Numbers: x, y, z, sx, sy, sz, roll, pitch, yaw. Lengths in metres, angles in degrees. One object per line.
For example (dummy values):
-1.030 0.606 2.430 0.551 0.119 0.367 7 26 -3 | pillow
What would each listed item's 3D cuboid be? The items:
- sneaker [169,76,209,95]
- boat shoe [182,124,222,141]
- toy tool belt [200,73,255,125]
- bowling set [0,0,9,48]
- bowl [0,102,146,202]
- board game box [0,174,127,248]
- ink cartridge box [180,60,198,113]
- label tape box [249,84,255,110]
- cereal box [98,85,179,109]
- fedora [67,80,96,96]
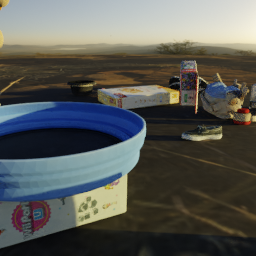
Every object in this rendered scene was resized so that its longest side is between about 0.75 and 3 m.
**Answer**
2.848 -1.969 12.432 0.889 0.820 2.223 -9 20 -32 | sneaker
1.759 0.080 6.667 0.985 0.349 0.355 -3 18 -11 | boat shoe
3.010 -0.943 8.434 1.253 1.234 2.008 -4 18 -12 | toy tool belt
-2.874 -2.603 4.770 1.736 2.494 1.339 -2 39 -34 | bowling set
-1.110 0.150 3.871 2.686 0.527 2.686 1 17 0 | bowl
-1.356 0.764 3.922 2.217 0.712 1.635 -8 18 -27 | board game box
1.151 -0.812 5.356 0.308 0.665 1.221 1 28 10 | ink cartridge box
4.676 -0.985 9.252 1.142 0.824 0.361 13 22 36 | label tape box
0.342 -1.186 10.404 2.538 0.502 1.826 -8 19 -24 | cereal box
-1.963 -1.698 11.942 1.247 0.570 1.247 0 17 0 | fedora
